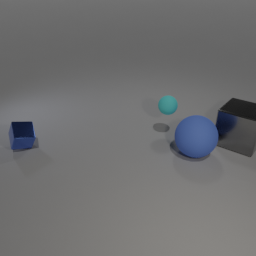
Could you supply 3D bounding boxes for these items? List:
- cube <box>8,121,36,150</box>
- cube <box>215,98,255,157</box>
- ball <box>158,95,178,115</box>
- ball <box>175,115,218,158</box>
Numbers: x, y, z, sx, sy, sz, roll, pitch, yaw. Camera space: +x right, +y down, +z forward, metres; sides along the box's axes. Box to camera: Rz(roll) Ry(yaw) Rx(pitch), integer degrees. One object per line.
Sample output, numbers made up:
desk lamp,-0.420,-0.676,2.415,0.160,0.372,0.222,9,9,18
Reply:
cube,-3.657,0.253,9.653,0.700,0.700,0.700,-2,56,-34
cube,4.002,-0.075,9.910,1.400,1.400,1.400,20,35,32
ball,1.437,-0.820,10.093,0.700,0.700,0.700,0,29,0
ball,2.247,0.278,9.244,1.400,1.400,1.400,0,29,0
